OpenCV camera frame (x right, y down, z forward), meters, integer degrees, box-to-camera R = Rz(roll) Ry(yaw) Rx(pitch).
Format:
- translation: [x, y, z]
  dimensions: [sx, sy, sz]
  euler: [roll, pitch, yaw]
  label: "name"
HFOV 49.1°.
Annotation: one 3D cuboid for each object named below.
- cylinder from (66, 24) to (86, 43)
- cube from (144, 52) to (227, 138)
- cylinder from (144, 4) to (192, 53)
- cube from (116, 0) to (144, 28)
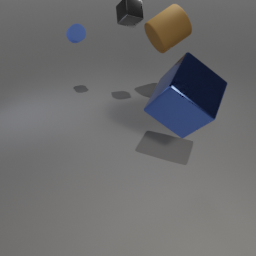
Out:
- translation: [-2.163, -3.928, 11.660]
  dimensions: [0.700, 0.700, 0.700]
  euler: [-11, 14, -19]
  label: "cylinder"
- translation: [1.533, -0.835, 7.527]
  dimensions: [1.400, 1.400, 1.400]
  euler: [35, 57, -9]
  label: "cube"
- translation: [1.610, -3.997, 11.338]
  dimensions: [1.400, 1.400, 1.400]
  euler: [-35, 36, -2]
  label: "cylinder"
- translation: [0.057, -4.116, 9.986]
  dimensions: [0.700, 0.700, 0.700]
  euler: [0, -9, -33]
  label: "cube"
